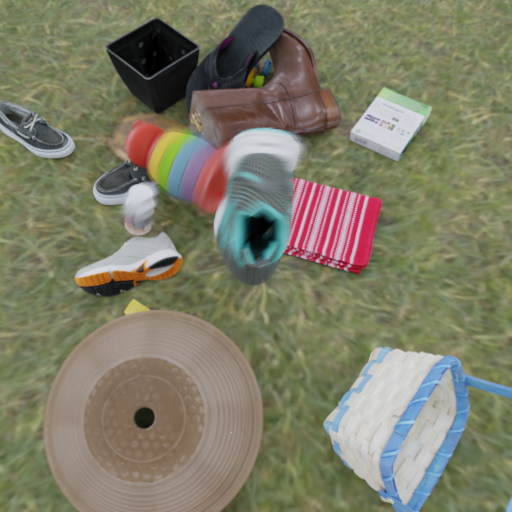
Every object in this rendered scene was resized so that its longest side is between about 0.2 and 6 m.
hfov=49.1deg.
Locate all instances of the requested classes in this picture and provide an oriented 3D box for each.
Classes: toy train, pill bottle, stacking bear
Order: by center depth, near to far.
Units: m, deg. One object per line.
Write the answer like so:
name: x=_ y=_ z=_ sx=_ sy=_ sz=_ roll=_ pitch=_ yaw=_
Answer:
pill bottle: x=-1.954 y=-0.770 z=9.376 sx=0.461 sy=0.793 sz=0.461 roll=8 pitch=46 yaw=-9
stacking bear: x=-1.415 y=-1.696 z=9.920 sx=2.040 sy=1.239 sz=1.160 roll=28 pitch=34 yaw=19
toy train: x=-0.256 y=-3.823 z=12.156 sx=0.926 sy=0.678 sz=1.601 roll=17 pitch=59 yaw=-5

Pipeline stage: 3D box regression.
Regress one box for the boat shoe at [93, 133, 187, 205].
boat shoe: x=-2.093 y=-1.744 z=10.802 sx=2.293 sy=0.649 sz=0.787 roll=-27 pitch=62 yaw=-16

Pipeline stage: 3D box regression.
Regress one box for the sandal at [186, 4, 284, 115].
sandal: x=-0.495 y=-4.009 z=11.410 sx=1.120 sy=0.713 sz=2.980 roll=31 pitch=81 yaw=2

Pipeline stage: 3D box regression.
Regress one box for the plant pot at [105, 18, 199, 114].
plant pot: x=-2.091 y=-3.900 z=11.799 sx=1.399 sy=1.244 sz=1.403 roll=40 pitch=67 yaw=21

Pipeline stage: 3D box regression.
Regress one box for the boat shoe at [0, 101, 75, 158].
boat shoe: x=-4.543 y=-2.552 z=11.298 sx=1.868 sy=0.662 sz=0.673 roll=23 pitch=61 yaw=14

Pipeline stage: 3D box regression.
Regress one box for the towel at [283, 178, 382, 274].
towel: x=1.050 y=-0.688 z=10.385 sx=2.377 sy=0.267 sz=1.719 roll=16 pitch=59 yaw=10

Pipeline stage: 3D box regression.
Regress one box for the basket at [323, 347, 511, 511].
basket: x=2.387 y=2.396 z=7.438 sx=2.483 sy=1.727 sz=2.189 roll=17 pitch=54 yaw=47

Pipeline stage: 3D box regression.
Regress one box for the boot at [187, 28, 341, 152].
boot: x=-0.169 y=-3.393 z=11.305 sx=3.074 sy=0.987 sz=2.865 roll=-17 pitch=63 yaw=-22

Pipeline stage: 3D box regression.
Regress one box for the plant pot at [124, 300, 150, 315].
plant pot: x=-1.839 y=1.228 z=8.927 sx=0.818 sy=0.818 sz=0.769 roll=29 pitch=78 yaw=17

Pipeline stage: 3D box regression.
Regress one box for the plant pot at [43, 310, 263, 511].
plant pot: x=-1.415 y=2.166 z=7.508 sx=3.089 sy=1.426 sz=3.089 roll=0 pitch=73 yaw=-2

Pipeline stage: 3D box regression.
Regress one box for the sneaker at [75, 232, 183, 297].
sneaker: x=-2.242 y=0.105 z=9.734 sx=1.804 sy=0.683 sz=0.830 roll=-14 pitch=52 yaw=-17

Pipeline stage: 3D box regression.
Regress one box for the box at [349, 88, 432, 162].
box: x=2.806 y=-2.757 z=11.665 sx=1.134 sy=0.286 sz=1.571 roll=29 pitch=64 yaw=17

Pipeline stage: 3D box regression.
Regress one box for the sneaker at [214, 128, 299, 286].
sneaker: x=-0.058 y=-0.283 z=7.668 sx=1.130 sy=2.914 sz=1.329 roll=2 pitch=54 yaw=-1
